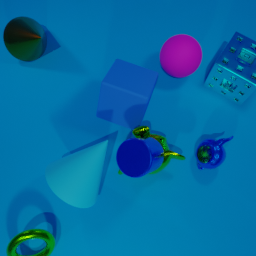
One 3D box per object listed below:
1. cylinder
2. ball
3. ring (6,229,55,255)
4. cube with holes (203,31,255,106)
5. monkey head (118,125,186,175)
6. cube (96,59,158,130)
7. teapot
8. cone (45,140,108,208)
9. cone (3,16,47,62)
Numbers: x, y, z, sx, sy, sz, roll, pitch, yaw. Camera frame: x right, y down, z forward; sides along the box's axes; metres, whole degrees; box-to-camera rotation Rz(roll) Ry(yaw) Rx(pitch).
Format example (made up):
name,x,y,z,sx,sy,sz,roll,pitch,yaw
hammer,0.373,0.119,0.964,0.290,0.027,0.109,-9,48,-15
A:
name,x,y,z,sx,sy,sz,roll,pitch,yaw
cylinder,0.318,0.709,7.033,0.944,0.944,0.944,0,90,24
ball,1.611,-2.197,8.569,1.276,1.276,1.276,0,70,0
ring,-2.468,3.055,7.165,1.194,1.194,0.239,-25,34,-9
cube with holes,3.431,-1.808,8.730,1.351,1.351,1.351,32,73,11
monkey head,0.546,0.653,7.819,1.937,1.394,1.167,-14,59,9
cube,-0.027,-0.967,8.161,1.323,1.323,1.323,20,46,4
teapot,2.429,0.711,7.963,0.683,1.396,0.868,10,36,-37
cone,-1.001,0.897,7.264,1.630,1.630,1.637,45,109,14
cone,-2.967,-2.790,8.740,1.425,1.425,1.430,-50,36,-16
